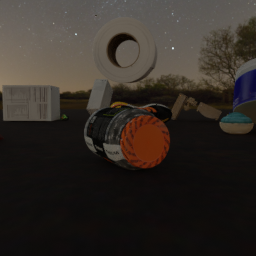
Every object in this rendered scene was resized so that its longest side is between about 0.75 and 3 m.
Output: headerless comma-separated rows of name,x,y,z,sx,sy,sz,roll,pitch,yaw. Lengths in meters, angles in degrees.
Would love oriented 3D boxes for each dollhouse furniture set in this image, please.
dollhouse furniture set,3.221,-0.488,12.554,2.451,1.197,2.090,27,9,13

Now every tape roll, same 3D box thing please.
tape roll,-0.052,-2.803,10.439,2.255,2.255,1.548,1,9,9

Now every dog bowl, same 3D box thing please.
dog bowl,4.265,-0.850,7.298,2.851,1.123,2.851,10,-10,2

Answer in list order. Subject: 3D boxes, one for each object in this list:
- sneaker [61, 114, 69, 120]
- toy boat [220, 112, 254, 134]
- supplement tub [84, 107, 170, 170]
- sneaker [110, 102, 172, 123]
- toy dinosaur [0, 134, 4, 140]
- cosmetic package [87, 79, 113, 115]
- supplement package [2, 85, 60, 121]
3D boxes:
sneaker,-2.912,-0.459,12.995,0.316,0.290,0.755,22,-2,-20
toy boat,2.997,-0.177,7.010,1.342,0.624,1.128,1,4,12
supplement tub,-0.042,0.100,3.333,0.689,0.689,1.125,-2,6,-26
sneaker,0.494,-0.314,9.131,2.186,0.765,0.984,4,27,-15
toy dinosaur,-3.916,0.020,4.591,2.352,2.592,1.361,-35,24,-5
cosmetic package,-1.313,-1.357,13.354,0.711,1.753,0.989,3,-32,18
supplement package,-4.247,-1.102,12.510,2.053,1.547,1.558,0,5,0
